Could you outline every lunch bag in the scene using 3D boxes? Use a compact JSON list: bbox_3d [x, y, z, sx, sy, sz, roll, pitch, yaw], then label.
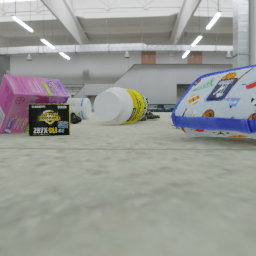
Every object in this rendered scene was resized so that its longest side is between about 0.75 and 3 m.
[{"bbox_3d":[2.652,-0.525,6.134,2.731,1.691,2.322,-19,13,-30],"label":"lunch bag"}]

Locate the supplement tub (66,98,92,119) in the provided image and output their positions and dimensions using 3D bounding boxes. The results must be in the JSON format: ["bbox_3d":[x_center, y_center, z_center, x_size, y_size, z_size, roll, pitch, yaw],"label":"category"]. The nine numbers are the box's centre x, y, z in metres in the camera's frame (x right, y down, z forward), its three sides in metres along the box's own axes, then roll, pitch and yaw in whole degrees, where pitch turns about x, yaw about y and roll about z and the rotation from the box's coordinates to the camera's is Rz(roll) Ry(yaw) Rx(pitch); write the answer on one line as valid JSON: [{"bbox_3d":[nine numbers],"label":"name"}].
[{"bbox_3d":[-3.368,-1.181,17.290,2.004,1.322,1.322,1,4,9],"label":"supplement tub"}]

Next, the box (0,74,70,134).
[{"bbox_3d":[-2.692,-0.617,7.726,1.611,1.417,0.779,-4,48,-47],"label":"box"}]

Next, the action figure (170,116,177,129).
[{"bbox_3d":[1.999,-0.317,9.695,0.787,0.676,1.324,35,65,32],"label":"action figure"}]

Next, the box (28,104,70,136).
[{"bbox_3d":[-1.985,-0.213,7.095,1.015,0.811,0.251,-1,6,-17],"label":"box"}]

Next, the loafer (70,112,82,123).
[{"bbox_3d":[-2.428,-0.464,12.575,0.475,0.491,1.398,-8,-1,11],"label":"loafer"}]

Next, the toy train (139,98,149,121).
[{"bbox_3d":[-0.108,-0.977,14.439,2.493,1.421,1.062,-4,39,9],"label":"toy train"}]

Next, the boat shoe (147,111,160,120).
[{"bbox_3d":[1.018,-0.727,16.173,1.861,0.560,0.663,3,5,35],"label":"boat shoe"}]

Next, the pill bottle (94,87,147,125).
[{"bbox_3d":[-0.302,-0.952,12.210,1.576,1.576,2.802,2,5,22],"label":"pill bottle"}]
